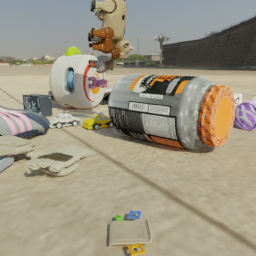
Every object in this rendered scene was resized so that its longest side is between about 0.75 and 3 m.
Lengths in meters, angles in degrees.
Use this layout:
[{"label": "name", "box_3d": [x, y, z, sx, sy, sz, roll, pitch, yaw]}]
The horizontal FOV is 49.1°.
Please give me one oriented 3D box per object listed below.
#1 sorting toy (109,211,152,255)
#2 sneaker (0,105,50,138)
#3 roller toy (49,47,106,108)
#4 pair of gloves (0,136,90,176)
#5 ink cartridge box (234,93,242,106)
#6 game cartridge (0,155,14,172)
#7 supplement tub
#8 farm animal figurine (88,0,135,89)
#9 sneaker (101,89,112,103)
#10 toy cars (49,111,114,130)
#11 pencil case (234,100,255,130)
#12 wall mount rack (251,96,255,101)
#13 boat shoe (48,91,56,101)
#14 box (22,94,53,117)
[{"label": "sorting toy", "box_3d": [0.023, 1.288, 3.395, 0.504, 0.122, 0.895, -5, 13, -1]}, {"label": "sneaker", "box_3d": [-3.078, 0.103, 7.117, 0.978, 1.143, 2.787, -22, -18, 26]}, {"label": "roller toy", "box_3d": [-2.175, -2.105, 12.898, 1.859, 2.661, 2.427, 6, 54, 24]}, {"label": "pair of gloves", "box_3d": [-1.916, 0.548, 5.749, 1.978, 0.347, 1.682, 12, 9, 6]}, {"label": "ink cartridge box", "box_3d": [4.965, -1.408, 13.938, 0.947, 0.552, 1.308, 12, 18, 42]}, {"label": "game cartridge", "box_3d": [-3.156, 0.742, 5.388, 1.509, 0.313, 1.005, 2, 17, 7]}, {"label": "supplement tub", "box_3d": [1.065, -0.464, 7.212, 2.918, 1.788, 1.788, 11, 17, 38]}, {"label": "farm animal figurine", "box_3d": [-0.548, -2.594, 8.945, 1.349, 2.167, 2.683, -1, -21, -12]}, {"label": "sneaker", "box_3d": [-0.297, -1.482, 14.006, 2.305, 0.926, 0.995, -6, 22, 13]}, {"label": "toy cars", "box_3d": [-1.528, -0.298, 9.283, 2.321, 0.514, 1.041, 2, 13, 8]}, {"label": "pencil case", "box_3d": [4.513, -0.490, 9.376, 2.288, 0.960, 0.978, -10, 62, -35]}, {"label": "wall mount rack", "box_3d": [4.900, -0.801, 10.997, 1.548, 0.664, 1.781, -7, 19, -27]}, {"label": "boat shoe", "box_3d": [-3.632, -1.699, 15.191, 1.912, 0.545, 0.639, 7, 15, 28]}, {"label": "box", "box_3d": [-3.633, -0.917, 11.240, 1.110, 0.824, 0.594, 8, 16, 34]}]
